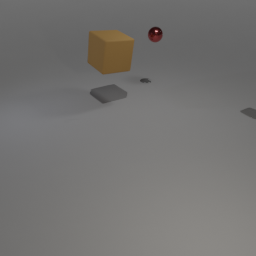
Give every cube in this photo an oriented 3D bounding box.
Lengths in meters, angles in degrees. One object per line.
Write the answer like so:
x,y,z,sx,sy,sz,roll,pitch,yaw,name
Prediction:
-0.755,-3.230,11.823,1.400,1.400,1.400,-15,39,-32,cube

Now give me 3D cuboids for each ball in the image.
1.270,-4.340,13.014,0.700,0.700,0.700,0,30,0,ball
